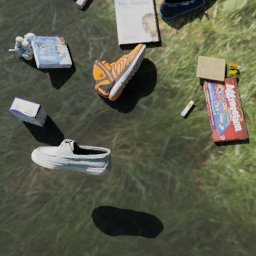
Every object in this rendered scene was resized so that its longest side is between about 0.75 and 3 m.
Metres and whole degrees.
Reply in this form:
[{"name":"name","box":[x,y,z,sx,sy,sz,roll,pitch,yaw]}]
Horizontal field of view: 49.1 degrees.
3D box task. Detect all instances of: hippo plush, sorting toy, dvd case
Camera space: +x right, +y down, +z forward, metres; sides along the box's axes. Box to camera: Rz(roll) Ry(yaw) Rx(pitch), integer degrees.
[{"name":"hippo plush","box":[-4.422,-3.626,12.447,0.984,1.235,0.993,46,51,-14]},{"name":"sorting toy","box":[3.909,-2.546,12.296,1.712,0.229,1.276,10,62,5]},{"name":"dvd case","box":[0.405,-5.048,13.104,1.877,0.231,2.631,-6,73,-1]}]

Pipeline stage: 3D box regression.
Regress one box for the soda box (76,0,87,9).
[{"name":"soda box","box":[-2.143,-6.152,13.408,0.286,0.266,0.839,26,75,7]}]

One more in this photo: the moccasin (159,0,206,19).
[{"name":"moccasin","box":[2.811,-6.040,12.992,2.913,0.993,1.172,-37,77,-10]}]

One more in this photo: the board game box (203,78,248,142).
[{"name":"board game box","box":[4.090,-0.800,11.843,1.398,0.264,2.716,-5,74,-2]}]

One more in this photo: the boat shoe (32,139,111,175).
[{"name":"boat shoe","box":[-1.742,0.791,8.823,2.535,0.884,0.903,9,113,1]}]

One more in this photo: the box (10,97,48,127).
[{"name":"box","box":[-3.966,-0.623,11.313,1.069,1.162,0.610,17,74,5]}]

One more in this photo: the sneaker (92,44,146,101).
[{"name":"sneaker","box":[-0.505,-2.704,11.959,1.610,1.115,2.875,33,76,8]}]

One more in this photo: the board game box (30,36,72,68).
[{"name":"board game box","box":[-3.350,-3.318,12.227,1.461,0.317,1.454,-10,73,-32]}]

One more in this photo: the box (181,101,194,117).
[{"name":"box","box":[2.520,-0.819,11.898,0.151,0.162,0.781,36,78,10]}]
